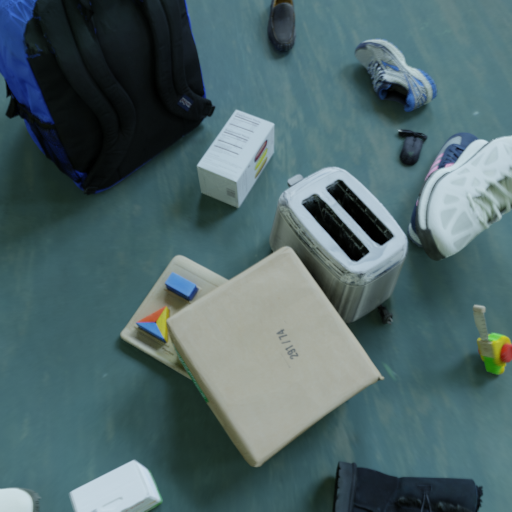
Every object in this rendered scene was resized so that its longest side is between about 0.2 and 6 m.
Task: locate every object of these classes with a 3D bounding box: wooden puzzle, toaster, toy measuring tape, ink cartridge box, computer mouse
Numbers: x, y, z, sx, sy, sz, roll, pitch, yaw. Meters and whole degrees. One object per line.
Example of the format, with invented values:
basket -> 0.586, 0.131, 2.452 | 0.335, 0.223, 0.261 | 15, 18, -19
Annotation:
wooden puzzle -> -1.167, 1.016, 9.835 | 1.783, 0.446, 1.925 | 27, 65, 14
toaster -> 1.432, -0.133, 9.658 | 1.623, 1.845, 2.857 | -31, 66, -14
toy measuring tape -> 3.907, 1.327, 9.242 | 0.559, 1.520, 0.559 | -19, 25, 9
ink cartridge box -> -1.962, 3.467, 8.008 | 0.962, 1.329, 0.558 | -24, 66, -13
computer mouse -> 3.250, -2.313, 11.744 | 0.633, 0.241, 0.914 | 14, 63, 6

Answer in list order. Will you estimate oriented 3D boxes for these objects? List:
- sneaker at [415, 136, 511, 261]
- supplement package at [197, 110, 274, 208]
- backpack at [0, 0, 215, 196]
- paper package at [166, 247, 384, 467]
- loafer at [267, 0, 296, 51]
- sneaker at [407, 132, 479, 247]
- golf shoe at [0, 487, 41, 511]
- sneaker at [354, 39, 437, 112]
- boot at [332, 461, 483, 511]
sneaker -> 3.971, -1.159, 9.089 | 3.222, 1.854, 1.216 | -45, 112, -33
supplement package -> -0.371, -1.940, 11.154 | 0.882, 0.916, 1.610 | 24, 65, 14
backpack -> -3.275, -3.897, 10.240 | 3.664, 4.366, 3.548 | 38, 69, 18
paper package -> 0.195, 1.550, 8.788 | 2.409, 1.308, 2.528 | -31, 80, -16
loafer -> 0.603, -5.706, 13.313 | 0.695, 0.691, 1.910 | -3, 63, -3
sneaker -> 3.819, -1.517, 10.767 | 1.011, 1.182, 2.883 | 21, 63, 14
golf shoe -> -4.350, 3.904, 7.958 | 2.390, 1.053, 0.922 | -12, 61, -8
sneaker -> 2.902, -3.968, 12.337 | 0.912, 0.825, 2.140 | -41, 68, -15
boot -> 2.093, 4.273, 7.747 | 2.196, 0.998, 2.614 | 8, 56, 8
